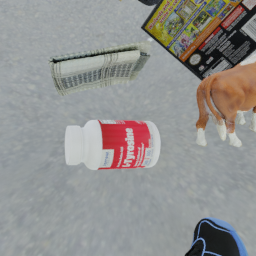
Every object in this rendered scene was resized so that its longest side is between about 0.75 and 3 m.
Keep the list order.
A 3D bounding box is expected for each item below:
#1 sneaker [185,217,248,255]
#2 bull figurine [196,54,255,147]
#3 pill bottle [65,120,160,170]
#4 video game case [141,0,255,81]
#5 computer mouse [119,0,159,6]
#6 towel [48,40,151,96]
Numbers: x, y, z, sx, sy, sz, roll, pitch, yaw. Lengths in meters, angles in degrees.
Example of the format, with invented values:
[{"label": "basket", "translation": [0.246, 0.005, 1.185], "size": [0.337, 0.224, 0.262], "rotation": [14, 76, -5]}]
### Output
[{"label": "sneaker", "translation": [0.655, 1.363, 2.429], "size": [0.678, 0.611, 1.741], "rotation": [22, 23, -3]}, {"label": "bull figurine", "translation": [2.166, -0.609, 5.294], "size": [2.560, 1.554, 0.834], "rotation": [-19, 25, -34]}, {"label": "pill bottle", "translation": [-0.278, 0.282, 4.750], "size": [1.491, 0.837, 0.837], "rotation": [0, 53, -20]}, {"label": "video game case", "translation": [1.850, -2.408, 6.035], "size": [2.291, 2.535, 0.323], "rotation": [39, 44, -5]}, {"label": "computer mouse", "translation": [0.213, -3.481, 7.397], "size": [0.999, 1.423, 0.328], "rotation": [-13, 72, 39]}, {"label": "towel", "translation": [-0.631, -1.272, 6.517], "size": [2.190, 2.108, 0.378], "rotation": [-14, 81, -11]}]
